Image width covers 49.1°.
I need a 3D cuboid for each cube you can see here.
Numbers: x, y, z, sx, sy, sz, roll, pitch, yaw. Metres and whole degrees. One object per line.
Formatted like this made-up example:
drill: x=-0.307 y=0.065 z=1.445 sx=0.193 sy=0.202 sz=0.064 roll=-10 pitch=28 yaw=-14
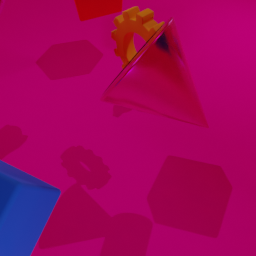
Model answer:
cube: x=-1.269 y=0.740 z=2.432 sx=0.858 sy=0.858 sz=0.858 roll=22 pitch=78 yaw=13
cube: x=-0.904 y=-3.859 z=7.516 sx=1.261 sy=1.261 sz=1.261 roll=-16 pitch=86 yaw=-4

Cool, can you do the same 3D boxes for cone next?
cone: x=0.599 y=-0.449 z=3.772 sx=1.398 sy=1.393 sz=1.393 roll=41 pitch=57 yaw=-11

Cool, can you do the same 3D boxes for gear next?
gear: x=0.240 y=-1.315 z=4.710 sx=0.245 sy=1.322 sz=1.322 roll=-35 pitch=60 yaw=-26

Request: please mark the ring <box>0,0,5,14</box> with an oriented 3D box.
ring: x=-1.806 y=-1.749 z=3.245 sx=0.235 sy=1.176 sz=1.176 roll=12 pitch=54 yaw=7
